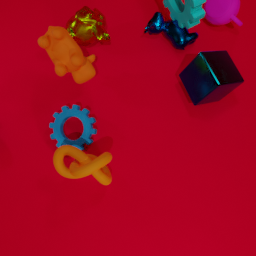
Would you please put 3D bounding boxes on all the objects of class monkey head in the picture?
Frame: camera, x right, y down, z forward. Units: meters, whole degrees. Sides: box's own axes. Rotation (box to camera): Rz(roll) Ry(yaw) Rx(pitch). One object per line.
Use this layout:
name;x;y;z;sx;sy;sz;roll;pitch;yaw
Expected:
monkey head;-1.150;-2.815;8.303;1.859;1.120;1.337;-12;66;-46

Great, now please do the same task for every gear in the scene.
gear;-1.585;0.015;8.095;1.344;0.249;1.344;0;89;8
gear;1.434;-3.718;7.695;0.352;1.904;1.904;-28;76;-5

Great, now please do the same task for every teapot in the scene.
teapot;3.032;-3.901;9.042;1.143;0.900;1.838;-48;62;29

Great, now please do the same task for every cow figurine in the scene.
cow figurine;-1.545;-1.940;7.452;0.928;1.664;1.691;-27;112;12
cow figurine;1.336;-3.065;8.930;1.424;0.794;1.447;-26;88;-1

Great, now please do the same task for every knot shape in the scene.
knot shape;-0.994;1.001;7.280;1.653;1.547;0.764;0;71;35

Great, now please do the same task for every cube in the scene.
cube;2.368;-1.439;8.053;1.104;1.104;1.104;-12;70;-31
